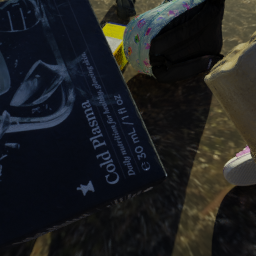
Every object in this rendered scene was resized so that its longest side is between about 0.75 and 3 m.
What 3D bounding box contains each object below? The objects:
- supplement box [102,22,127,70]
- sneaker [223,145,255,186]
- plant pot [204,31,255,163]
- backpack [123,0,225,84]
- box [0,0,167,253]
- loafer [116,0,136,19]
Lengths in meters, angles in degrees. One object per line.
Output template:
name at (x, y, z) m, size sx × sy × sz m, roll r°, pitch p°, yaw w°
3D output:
supplement box at (-0.524, -2.393, 8.697) m, size 0.930 × 0.936 × 1.708 m, roll 17°, pitch 52°, yaw 15°
sneaker at (3.029, 0.491, 6.577) m, size 2.260 × 0.819 × 1.288 m, roll -20°, pitch 33°, yaw -9°
plant pot at (2.297, -0.516, 4.270) m, size 1.874 × 2.048 × 2.048 m, roll 48°, pitch 60°, yaw -4°
backpack at (1.350, -2.556, 8.181) m, size 2.926 × 2.442 × 1.852 m, roll -33°, pitch 38°, yaw -21°
box at (-1.391, -0.005, 3.882) m, size 2.809 × 1.771 × 2.857 m, roll -22°, pitch 76°, yaw -6°
loafer at (-0.084, -5.082, 11.074) m, size 0.777 × 0.752 × 2.215 m, roll -1°, pitch 55°, yaw -7°
